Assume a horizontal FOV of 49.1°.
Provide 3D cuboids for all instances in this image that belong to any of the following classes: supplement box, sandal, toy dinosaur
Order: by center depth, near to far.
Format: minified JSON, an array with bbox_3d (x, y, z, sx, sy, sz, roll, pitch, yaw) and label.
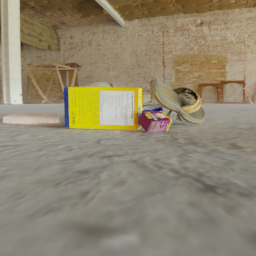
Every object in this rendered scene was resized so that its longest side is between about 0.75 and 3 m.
[{"bbox_3d":[0.750,-0.181,7.832,0.785,0.405,0.514,-5,39,-37],"label":"supplement box"},{"bbox_3d":[-0.704,-0.656,8.723,2.279,1.240,1.248,2,9,8],"label":"supplement box"},{"bbox_3d":[1.821,-0.930,9.106,0.794,1.181,2.941,-39,-39,26],"label":"sandal"},{"bbox_3d":[2.016,-0.856,10.503,0.743,1.173,1.730,20,7,42],"label":"toy dinosaur"}]

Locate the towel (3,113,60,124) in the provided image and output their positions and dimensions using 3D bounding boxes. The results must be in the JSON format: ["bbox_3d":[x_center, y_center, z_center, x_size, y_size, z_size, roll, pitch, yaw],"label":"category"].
[{"bbox_3d":[-3.651,-0.374,10.815,1.930,0.311,1.843,-2,6,-15],"label":"towel"}]

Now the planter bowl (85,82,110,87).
[{"bbox_3d":[-1.638,-1.322,12.842,1.136,1.688,1.688,0,5,-40],"label":"planter bowl"}]

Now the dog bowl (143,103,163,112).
[{"bbox_3d":[0.617,-0.568,10.207,1.320,0.520,1.320,-9,6,1],"label":"dog bowl"}]
